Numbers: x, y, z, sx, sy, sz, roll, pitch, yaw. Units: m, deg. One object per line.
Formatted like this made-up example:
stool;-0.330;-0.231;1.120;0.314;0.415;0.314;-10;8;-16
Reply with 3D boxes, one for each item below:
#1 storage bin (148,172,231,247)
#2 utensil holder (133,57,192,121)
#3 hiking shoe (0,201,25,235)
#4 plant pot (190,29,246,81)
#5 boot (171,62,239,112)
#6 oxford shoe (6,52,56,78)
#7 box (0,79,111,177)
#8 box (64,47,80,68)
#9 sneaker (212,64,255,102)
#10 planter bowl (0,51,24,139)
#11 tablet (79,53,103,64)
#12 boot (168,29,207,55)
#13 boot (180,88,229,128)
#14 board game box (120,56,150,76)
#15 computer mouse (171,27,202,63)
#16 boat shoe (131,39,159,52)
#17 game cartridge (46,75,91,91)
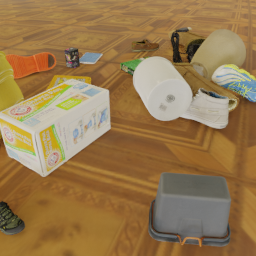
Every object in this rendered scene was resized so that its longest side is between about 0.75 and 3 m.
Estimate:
storage bin;1.112;1.413;4.964;1.468;0.986;1.069;3;33;6
utensil holder;1.001;-1.189;8.315;1.408;1.408;1.656;-6;33;-10
hiking shoe;-2.289;1.601;5.132;0.938;0.472;0.355;17;37;25
plant pot;3.208;-2.570;10.710;1.864;1.745;1.745;-38;47;-27
boot;1.998;-1.302;9.042;2.125;0.803;2.427;-16;45;-24
oxford shoe;-4.269;-2.517;11.347;2.575;0.918;0.939;-11;14;-24
box;-1.732;-0.141;7.096;1.391;1.253;2.473;20;38;28
box;-2.390;-3.012;12.006;0.401;0.755;0.462;22;39;30
sneaker;3.768;-1.446;9.188;2.126;0.805;1.117;3;36;-33
planter bowl;-3.495;-0.440;7.086;1.178;2.828;2.828;35;32;-12
tablet;-1.748;-3.236;12.973;0.846;0.089;1.301;7;34;10
boot;2.936;-4.265;13.884;2.452;0.926;2.800;-6;32;-34
boot;2.062;-0.729;8.172;0.723;0.940;1.967;-21;31;-38
board game box;1.103;-2.192;11.157;1.529;0.342;2.918;-21;38;-26
computer mouse;2.975;-3.574;12.317;2.467;1.732;0.568;-10;-2;-10
boat shoe;0.895;-4.129;13.957;1.508;0.513;0.543;-14;35;-21
game cartridge;-2.097;-1.440;9.968;1.416;0.261;1.607;3;32;-3
